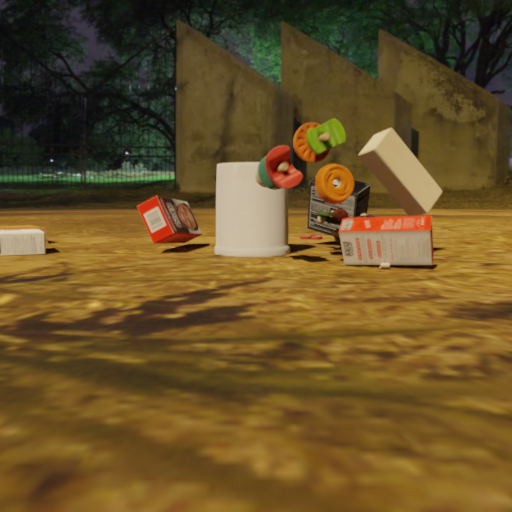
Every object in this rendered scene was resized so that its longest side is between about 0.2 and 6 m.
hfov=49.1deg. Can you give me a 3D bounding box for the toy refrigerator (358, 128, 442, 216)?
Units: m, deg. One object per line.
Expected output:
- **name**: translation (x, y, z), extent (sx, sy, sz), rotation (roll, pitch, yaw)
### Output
- **toy refrigerator**: translation (2.627, -1.501, 10.248), extent (0.600, 1.581, 0.553), rotation (-51, 17, -20)

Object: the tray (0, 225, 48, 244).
- **tray**: translation (-5.930, -0.434, 12.376), extent (2.257, 0.418, 1.113), rotation (-6, 8, -38)

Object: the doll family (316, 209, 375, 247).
- **doll family**: translation (2.184, -0.452, 10.735), extent (2.152, 0.844, 1.244), rotation (2, 1, -9)

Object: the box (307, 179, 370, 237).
- **box**: translation (1.750, -1.052, 12.008), extent (1.144, 1.135, 0.705), rotation (20, 35, 29)

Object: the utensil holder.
- **utensil holder**: translation (-0.081, -0.872, 10.483), extent (1.430, 1.682, 1.430), rotation (-1, 7, 0)

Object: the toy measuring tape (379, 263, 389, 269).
- **toy measuring tape**: translation (1.988, -0.056, 8.793), extent (0.434, 0.434, 1.181), rotation (1, 6, 10)

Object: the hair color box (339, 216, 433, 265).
- **hair color box**: translation (1.939, -0.219, 8.331), extent (1.306, 0.663, 0.400), rotation (0, 38, 21)

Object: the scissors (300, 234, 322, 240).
- **scissors**: translation (1.561, -0.500, 14.572), extent (0.550, 0.105, 1.503), rotation (0, 4, 21)

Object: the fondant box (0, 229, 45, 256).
- **fondant box**: translation (-4.789, -0.248, 10.476), extent (1.496, 0.436, 1.079), rotation (-2, 6, -26)

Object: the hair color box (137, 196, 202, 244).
- **hair color box**: translation (-1.682, -0.686, 11.104), extent (0.487, 0.807, 1.590), rotation (-26, -4, 12)

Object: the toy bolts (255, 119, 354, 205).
- **toy bolts**: translation (0.673, -1.280, 8.539), extent (1.371, 1.309, 0.951), rotation (-23, 6, -19)
